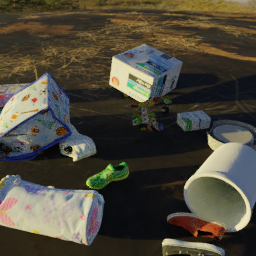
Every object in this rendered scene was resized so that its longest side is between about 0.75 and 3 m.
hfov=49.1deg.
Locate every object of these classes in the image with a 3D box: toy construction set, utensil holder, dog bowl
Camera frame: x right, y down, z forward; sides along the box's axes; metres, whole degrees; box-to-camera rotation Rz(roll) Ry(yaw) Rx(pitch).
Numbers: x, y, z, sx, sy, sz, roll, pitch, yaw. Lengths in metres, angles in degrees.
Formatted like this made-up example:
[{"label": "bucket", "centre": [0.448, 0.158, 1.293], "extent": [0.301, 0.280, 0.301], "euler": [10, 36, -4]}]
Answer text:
[{"label": "toy construction set", "centre": [0.549, -0.603, 11.061], "extent": [1.760, 1.468, 1.352], "euler": [19, 15, 39]}, {"label": "utensil holder", "centre": [2.673, 1.490, 7.554], "extent": [1.666, 1.666, 1.961], "euler": [19, 32, 29]}, {"label": "dog bowl", "centre": [3.917, 0.395, 10.503], "extent": [1.974, 0.579, 1.974], "euler": [0, 30, 0]}]

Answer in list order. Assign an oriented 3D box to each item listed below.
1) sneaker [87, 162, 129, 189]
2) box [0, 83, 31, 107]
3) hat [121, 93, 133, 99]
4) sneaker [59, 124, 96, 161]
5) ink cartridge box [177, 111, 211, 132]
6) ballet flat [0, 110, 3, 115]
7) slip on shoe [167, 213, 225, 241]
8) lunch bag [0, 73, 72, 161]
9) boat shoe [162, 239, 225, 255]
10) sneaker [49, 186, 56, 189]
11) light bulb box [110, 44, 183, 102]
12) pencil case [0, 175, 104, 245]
[{"label": "sneaker", "centre": [-0.643, 1.414, 8.685], "extent": [1.443, 0.603, 0.534], "euler": [-19, 35, -28]}, {"label": "box", "centre": [-5.390, -1.710, 14.251], "extent": [2.639, 0.516, 1.806], "euler": [-4, 30, -7]}, {"label": "hat", "centre": [0.001, -1.772, 14.582], "extent": [0.784, 0.316, 0.784], "euler": [1, 29, 0]}, {"label": "sneaker", "centre": [-2.189, 0.444, 10.212], "extent": [0.918, 0.806, 2.291], "euler": [-28, 41, -35]}, {"label": "ink cartridge box", "centre": [2.773, -0.311, 11.835], "extent": [1.155, 0.480, 0.847], "euler": [-8, 31, -13]}, {"label": "ballet flat", "centre": [-5.520, 0.205, 10.784], "extent": [0.902, 0.976, 2.894], "euler": [-25, 23, 13]}, {"label": "slip on shoe", "centre": [1.671, 2.456, 7.002], "extent": [1.436, 0.532, 0.439], "euler": [9, 53, 20]}, {"label": "lunch bag", "centre": [-3.568, -0.238, 10.149], "extent": [2.838, 1.757, 2.412], "euler": [-28, 38, 7]}, {"label": "boat shoe", "centre": [1.469, 2.859, 6.374], "extent": [1.396, 0.479, 0.395], "euler": [4, 49, 11]}, {"label": "sneaker", "centre": [-2.152, 1.951, 8.055], "extent": [0.795, 0.296, 0.336], "euler": [21, 36, 32]}, {"label": "light bulb box", "centre": [0.903, -2.823, 14.440], "extent": [2.617, 1.647, 2.640], "euler": [33, 45, 24]}, {"label": "pencil case", "centre": [-2.016, 2.008, 7.011], "extent": [2.799, 1.164, 1.270], "euler": [8, 66, 13]}]
